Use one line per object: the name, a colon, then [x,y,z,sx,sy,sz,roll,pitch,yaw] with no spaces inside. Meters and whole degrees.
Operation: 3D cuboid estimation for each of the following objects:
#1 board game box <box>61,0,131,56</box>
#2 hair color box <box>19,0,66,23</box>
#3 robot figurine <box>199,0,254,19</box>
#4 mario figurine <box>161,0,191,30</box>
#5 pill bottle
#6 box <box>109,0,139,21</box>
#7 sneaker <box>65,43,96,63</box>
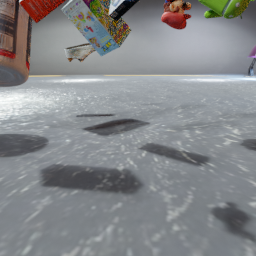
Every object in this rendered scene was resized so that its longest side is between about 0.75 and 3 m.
board game box: [-1.023,-3.645,9.473,1.058,2.017,1.039,-10,42,46]
hair color box: [-1.391,-2.812,5.600,1.581,0.505,0.877,-38,32,2]
robot figurine: [2.499,-3.516,7.362,1.555,1.365,0.900,38,66,10]
mario figurine: [0.741,-1.994,4.192,0.534,1.008,0.622,-8,9,45]
pill bottle: [-3.472,-2.745,7.417,1.765,2.952,1.765,-1,-13,0]
box: [0.130,-3.495,6.971,0.280,1.014,1.485,29,-40,-34]
sneaker: [-1.714,-2.979,11.102,1.504,0.637,0.547,-17,30,-16]
